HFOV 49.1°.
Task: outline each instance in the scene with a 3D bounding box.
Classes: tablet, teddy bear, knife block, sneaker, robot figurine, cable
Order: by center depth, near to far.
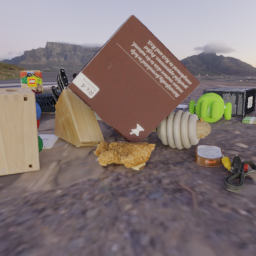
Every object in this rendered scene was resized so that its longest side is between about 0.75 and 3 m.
[{"bbox_3d":[2.328,0.998,5.877,0.732,0.379,1.506,20,29,11],"label":"cable"},{"bbox_3d":[-0.092,0.639,6.797,1.840,0.614,1.334,1,2,41],"label":"teddy bear"},{"bbox_3d":[-2.741,0.403,8.738,0.983,0.103,1.512,-1,13,-4],"label":"tablet"},{"bbox_3d":[-1.659,-0.734,8.803,0.813,2.231,2.541,-2,11,-36],"label":"knife block"},{"bbox_3d":[3.595,-0.913,12.280,1.808,1.192,2.061,3,13,17],"label":"robot figurine"},{"bbox_3d":[-4.010,-1.191,13.215,2.955,1.123,2.135,-11,3,-5],"label":"sneaker"}]

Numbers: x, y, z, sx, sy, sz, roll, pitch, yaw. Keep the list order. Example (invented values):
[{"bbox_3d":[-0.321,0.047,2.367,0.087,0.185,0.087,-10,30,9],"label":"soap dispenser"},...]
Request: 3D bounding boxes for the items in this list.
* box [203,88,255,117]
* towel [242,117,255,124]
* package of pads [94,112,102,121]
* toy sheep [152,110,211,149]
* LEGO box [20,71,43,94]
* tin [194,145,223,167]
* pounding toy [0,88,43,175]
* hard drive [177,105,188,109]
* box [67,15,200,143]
[{"bbox_3d":[5.106,-1.358,14.099,2.043,1.269,2.059,9,15,37],"label":"box"},{"bbox_3d":[5.660,-0.285,11.817,1.454,0.223,1.085,4,11,30],"label":"towel"},{"bbox_3d":[-1.429,-1.021,13.334,2.807,0.957,2.169,6,15,24],"label":"package of pads"},{"bbox_3d":[1.444,0.055,8.001,1.785,1.230,1.230,-5,10,21],"label":"toy sheep"},{"bbox_3d":[-5.530,-2.252,16.262,1.094,2.111,2.835,-4,12,-17],"label":"LEGO box"},{"bbox_3d":[2.066,0.687,7.122,0.696,0.260,1.244,7,13,13],"label":"tin"},{"bbox_3d":[-2.913,-0.630,6.941,1.304,2.851,2.504,-5,13,-23],"label":"pounding toy"},{"bbox_3d":[2.873,-1.263,16.377,1.077,0.137,0.710,6,14,26],"label":"hard drive"},{"bbox_3d":[0.161,-1.502,8.386,2.482,2.457,2.992,42,13,-12],"label":"box"}]
